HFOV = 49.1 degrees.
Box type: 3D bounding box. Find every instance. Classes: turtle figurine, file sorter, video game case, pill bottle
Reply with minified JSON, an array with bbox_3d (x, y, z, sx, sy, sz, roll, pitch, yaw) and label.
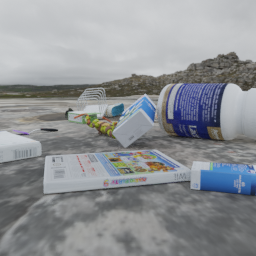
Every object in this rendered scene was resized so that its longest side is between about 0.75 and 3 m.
[{"bbox_3d":[-0.814,-0.030,9.242,1.430,0.571,1.774,20,6,42],"label":"turtle figurine"},{"bbox_3d":[-1.845,-1.277,14.476,1.218,1.093,1.755,-4,25,8],"label":"file sorter"},{"bbox_3d":[-0.295,0.729,5.188,2.393,0.216,1.714,-2,8,-15],"label":"video game case"},{"bbox_3d":[2.554,-0.522,8.664,2.975,1.722,1.722,5,9,34],"label":"pill bottle"}]

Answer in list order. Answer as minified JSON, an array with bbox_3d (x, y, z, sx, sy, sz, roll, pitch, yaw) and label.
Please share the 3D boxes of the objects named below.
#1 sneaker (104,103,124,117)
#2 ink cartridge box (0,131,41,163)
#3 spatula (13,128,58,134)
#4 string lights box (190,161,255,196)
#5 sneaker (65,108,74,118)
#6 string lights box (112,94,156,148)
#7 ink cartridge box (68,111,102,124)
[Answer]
[{"bbox_3d":[-0.789,-1.048,16.043,0.782,0.741,1.937,2,6,24],"label":"sneaker"},{"bbox_3d":[-3.297,0.447,6.411,1.890,0.410,1.872,11,13,44],"label":"ink cartridge box"},{"bbox_3d":[-3.201,0.104,9.839,1.578,0.162,0.446,-5,11,-36],"label":"spatula"},{"bbox_3d":[1.580,0.775,4.414,1.122,0.331,0.577,3,8,18],"label":"string lights box"},{"bbox_3d":[-2.922,-0.806,15.039,0.930,0.533,0.356,3,10,4],"label":"sneaker"},{"bbox_3d":[0.243,-0.264,8.010,0.991,0.568,1.928,-38,11,18],"label":"string lights box"},{"bbox_3d":[-1.954,-0.473,12.776,1.605,0.476,0.833,8,11,44],"label":"ink cartridge box"}]
